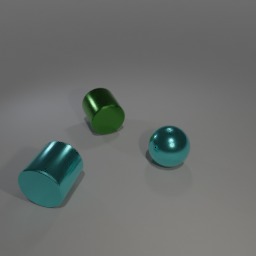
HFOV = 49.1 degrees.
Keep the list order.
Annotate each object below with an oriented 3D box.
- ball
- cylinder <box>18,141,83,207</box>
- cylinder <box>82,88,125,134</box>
[{"bbox_3d":[1.382,0.606,9.429,1.400,1.400,1.400,0,31,0],"label":"ball"},{"bbox_3d":[-2.220,1.326,8.207,1.400,1.400,1.400,9,34,14],"label":"cylinder"},{"bbox_3d":[-1.013,-0.700,11.397,1.400,1.400,1.400,-12,42,-20],"label":"cylinder"}]
